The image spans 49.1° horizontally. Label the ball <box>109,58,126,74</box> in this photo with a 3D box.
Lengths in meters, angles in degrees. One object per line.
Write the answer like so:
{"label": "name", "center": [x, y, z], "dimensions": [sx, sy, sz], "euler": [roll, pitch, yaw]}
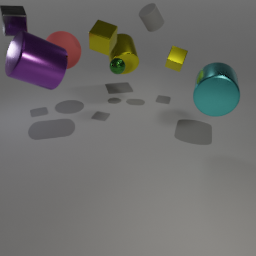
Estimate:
{"label": "ball", "center": [-0.454, -2.673, 12.097], "dimensions": [0.700, 0.700, 0.700], "euler": [0, 29, 0]}

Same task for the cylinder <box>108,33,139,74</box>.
{"label": "cylinder", "center": [-0.267, -3.587, 13.608], "dimensions": [1.400, 1.400, 1.400], "euler": [-6, 58, -11]}

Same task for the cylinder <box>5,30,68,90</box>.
{"label": "cylinder", "center": [-2.769, -2.013, 8.489], "dimensions": [1.400, 1.400, 1.400], "euler": [15, 15, -39]}

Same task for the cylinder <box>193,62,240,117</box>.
{"label": "cylinder", "center": [2.902, -1.288, 9.224], "dimensions": [1.400, 1.400, 1.400], "euler": [8, 31, 13]}

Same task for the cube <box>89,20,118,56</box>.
{"label": "cube", "center": [-0.793, -2.899, 8.995], "dimensions": [0.700, 0.700, 0.700], "euler": [21, 59, 6]}

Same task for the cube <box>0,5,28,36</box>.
{"label": "cube", "center": [-3.628, -3.411, 8.925], "dimensions": [0.700, 0.700, 0.700], "euler": [-9, 49, -24]}

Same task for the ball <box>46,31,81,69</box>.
{"label": "ball", "center": [-2.472, -2.926, 10.580], "dimensions": [1.400, 1.400, 1.400], "euler": [0, 29, 0]}

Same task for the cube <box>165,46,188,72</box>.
{"label": "cube", "center": [2.050, -2.942, 11.925], "dimensions": [0.700, 0.700, 0.700], "euler": [21, 74, 5]}

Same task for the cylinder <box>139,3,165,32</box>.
{"label": "cylinder", "center": [0.845, -3.927, 9.965], "dimensions": [0.700, 0.700, 0.700], "euler": [-21, 47, 23]}
